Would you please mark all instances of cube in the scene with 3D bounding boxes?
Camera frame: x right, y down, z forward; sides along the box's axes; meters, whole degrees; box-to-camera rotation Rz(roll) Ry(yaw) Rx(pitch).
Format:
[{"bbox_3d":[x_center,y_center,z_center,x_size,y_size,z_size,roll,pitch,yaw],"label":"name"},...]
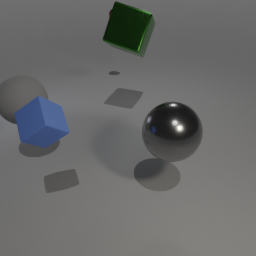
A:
[{"bbox_3d":[-1.753,-0.103,5.726,0.700,0.700,0.700,-30,64,18],"label":"cube"},{"bbox_3d":[0.075,-3.567,10.321,1.400,1.400,1.400,21,11,7],"label":"cube"}]

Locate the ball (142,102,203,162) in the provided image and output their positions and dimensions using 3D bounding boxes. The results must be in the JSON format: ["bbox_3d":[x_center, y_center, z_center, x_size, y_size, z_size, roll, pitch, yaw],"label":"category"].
[{"bbox_3d":[1.021,0.088,6.525,1.400,1.400,1.400,0,29,0],"label":"ball"}]

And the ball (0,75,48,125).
[{"bbox_3d":[-2.951,-0.779,7.823,1.400,1.400,1.400,0,29,0],"label":"ball"}]

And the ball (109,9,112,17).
[{"bbox_3d":[-0.576,-5.395,13.434,0.700,0.700,0.700,0,29,0],"label":"ball"}]
